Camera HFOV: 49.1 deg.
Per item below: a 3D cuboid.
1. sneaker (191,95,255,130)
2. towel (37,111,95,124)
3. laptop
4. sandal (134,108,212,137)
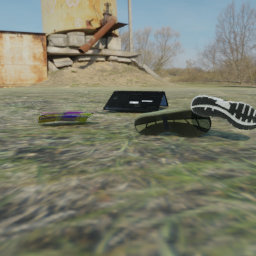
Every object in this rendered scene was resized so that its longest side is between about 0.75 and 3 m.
[{"bbox_3d":[2.124,-0.398,6.108,1.507,0.555,0.603,21,15,6],"label":"sneaker"},{"bbox_3d":[-1.950,-0.310,8.581,1.627,0.185,1.168,-2,-9,-24],"label":"towel"},{"bbox_3d":[0.486,-0.975,13.058,2.444,1.424,2.758,2,34,16],"label":"laptop"},{"bbox_3d":[1.113,-0.214,7.060,1.915,0.760,0.546,2,28,14],"label":"sandal"}]
